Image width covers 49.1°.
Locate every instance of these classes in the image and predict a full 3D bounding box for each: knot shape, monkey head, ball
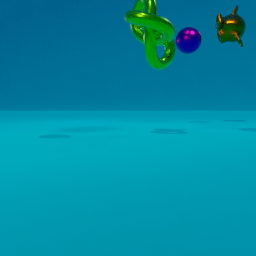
[{"bbox_3d":[0.464,-2.022,5.700,0.743,1.608,1.505,-28,1,10],"label":"knot shape"},{"bbox_3d":[4.008,-4.022,10.961,1.098,1.823,1.311,-7,-17,23],"label":"monkey head"},{"bbox_3d":[2.213,-3.206,10.267,0.943,0.943,0.943,0,4,0],"label":"ball"}]
